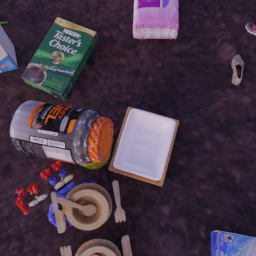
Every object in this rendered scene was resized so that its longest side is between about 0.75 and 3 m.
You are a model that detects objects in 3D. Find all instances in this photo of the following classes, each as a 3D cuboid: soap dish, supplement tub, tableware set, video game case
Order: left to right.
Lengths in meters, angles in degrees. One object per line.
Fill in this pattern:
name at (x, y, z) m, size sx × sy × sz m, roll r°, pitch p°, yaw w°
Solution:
supplement tub at (-1.428, 0.110, 6.246) m, size 2.016 × 1.235 × 1.235 m, roll 9°, pitch 73°, yaw 15°
tableware set at (-0.890, 2.761, 7.028) m, size 1.812 × 0.549 × 2.742 m, roll -10°, pitch 97°, yaw -3°
soap dish at (0.470, 0.526, 8.120) m, size 1.560 × 0.805 × 1.982 m, roll 16°, pitch 74°, yaw 5°
video game case at (3.045, 3.805, 6.963) m, size 1.904 × 0.477 × 2.100 m, roll 12°, pitch 63°, yaw -7°

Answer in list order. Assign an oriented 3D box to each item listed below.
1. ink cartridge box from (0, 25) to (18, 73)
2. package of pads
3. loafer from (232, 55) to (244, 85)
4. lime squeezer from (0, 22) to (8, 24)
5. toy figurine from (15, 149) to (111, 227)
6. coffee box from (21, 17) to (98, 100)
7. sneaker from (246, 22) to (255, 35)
ink cartridge box at (-4.860, -2.329, 8.525) m, size 2.339 × 1.691 × 0.985 m, roll -15°, pitch 74°, yaw -4°
package of pads at (0.939, -4.213, 9.503) m, size 1.482 × 0.931 × 2.460 m, roll 2°, pitch 73°, yaw 0°
loafer at (3.607, -1.941, 9.121) m, size 0.383 × 0.335 × 1.067 m, roll 8°, pitch 73°, yaw 2°
lime squeezer at (-4.740, -3.752, 9.796) m, size 1.022 × 0.193 × 0.361 m, roll 24°, pitch 44°, yaw 8°
toy figurine at (-1.456, 1.774, 7.790) m, size 2.788 × 1.470 × 1.670 m, roll -35°, pitch 112°, yaw -26°
coffee box at (-2.181, -2.296, 9.116) m, size 1.524 × 0.545 × 2.478 m, roll 24°, pitch 74°, yaw 7°
sneaker at (4.428, -3.356, 9.531) m, size 0.322 × 0.382 × 0.873 m, roll -43°, pitch 78°, yaw -12°
